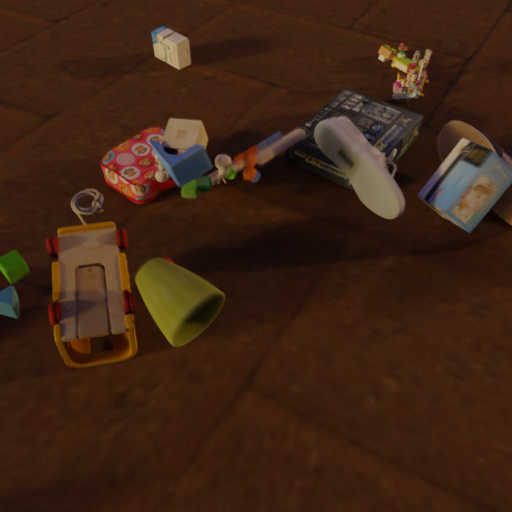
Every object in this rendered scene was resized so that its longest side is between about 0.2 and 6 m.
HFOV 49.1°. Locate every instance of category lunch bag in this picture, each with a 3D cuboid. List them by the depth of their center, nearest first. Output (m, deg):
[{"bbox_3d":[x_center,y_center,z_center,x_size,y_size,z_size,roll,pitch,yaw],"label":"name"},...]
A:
[{"bbox_3d":[-2.012,-1.752,10.884,1.434,0.667,1.628,33,56,26],"label":"lunch bag"}]

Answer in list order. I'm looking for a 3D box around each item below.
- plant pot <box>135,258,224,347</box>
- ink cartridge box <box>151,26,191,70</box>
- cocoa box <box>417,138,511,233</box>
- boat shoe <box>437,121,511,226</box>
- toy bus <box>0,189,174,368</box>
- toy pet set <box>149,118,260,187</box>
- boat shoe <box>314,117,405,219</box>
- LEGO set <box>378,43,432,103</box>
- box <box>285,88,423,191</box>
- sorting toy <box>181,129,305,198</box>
[{"bbox_3d":[-1.113,0.525,7.510,1.016,0.950,0.950,41,60,19],"label":"plant pot"},{"bbox_3d":[-2.108,-5.163,13.904,0.956,0.698,0.403,36,58,28],"label":"ink cartridge box"},{"bbox_3d":[3.633,-1.211,9.676,1.263,0.842,0.829,-53,32,10],"label":"cocoa box"},{"bbox_3d":[4.496,-1.538,10.556,0.872,0.968,2.692,-3,45,-39],"label":"boat shoe"},{"bbox_3d":[-2.462,0.502,8.502,2.232,1.222,2.365,30,57,15],"label":"toy bus"},{"bbox_3d":[-0.923,-1.355,8.879,1.683,1.572,0.894,7,68,12],"label":"toy pet set"},{"bbox_3d":[2.002,-1.627,9.800,0.921,0.798,2.161,-28,68,-29],"label":"boat shoe"},{"bbox_3d":[3.622,-4.608,13.308,1.048,0.848,2.277,-1,48,-1],"label":"LEGO set"},{"bbox_3d":[2.030,-2.430,11.525,1.895,0.613,2.403,28,53,24],"label":"box"},{"bbox_3d":[-0.334,-1.683,10.152,1.684,0.335,2.278,-14,18,47],"label":"sorting toy"}]
